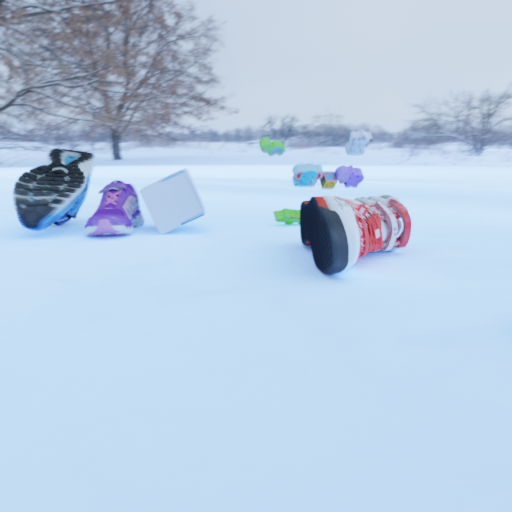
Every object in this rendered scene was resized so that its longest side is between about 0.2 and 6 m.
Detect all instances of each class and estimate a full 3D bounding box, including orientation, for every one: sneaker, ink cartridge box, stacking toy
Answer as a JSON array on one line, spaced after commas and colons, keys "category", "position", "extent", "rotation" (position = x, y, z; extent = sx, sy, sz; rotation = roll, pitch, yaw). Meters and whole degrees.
[{"category": "sneaker", "position": [1.591, -0.434, 8.320], "extent": [1.631, 1.016, 3.043], "rotation": [-3, 9, -1]}, {"category": "ink cartridge box", "position": [-1.646, -1.131, 11.275], "extent": [0.965, 0.961, 1.316], "rotation": [-25, 12, 1]}, {"category": "sneaker", "position": [-2.816, -0.974, 11.115], "extent": [0.923, 1.015, 2.296], "rotation": [1, 12, -1]}, {"category": "sneaker", "position": [-3.994, -1.160, 11.543], "extent": [1.211, 1.390, 3.090], "rotation": [8, 26, -2]}, {"category": "stacking toy", "position": [1.616, -1.815, 12.647], "extent": [2.927, 2.206, 0.688], "rotation": [-3, -31, -17]}]
